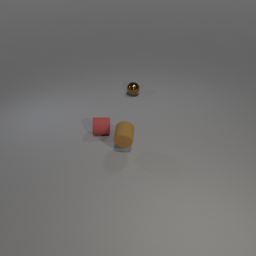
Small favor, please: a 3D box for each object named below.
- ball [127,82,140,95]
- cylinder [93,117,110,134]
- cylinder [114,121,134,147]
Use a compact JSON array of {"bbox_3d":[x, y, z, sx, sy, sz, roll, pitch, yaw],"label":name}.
[{"bbox_3d":[0.276,-2.071,14.785,0.700,0.700,0.700,0,31,0],"label":"ball"},{"bbox_3d":[-1.099,-0.084,11.489,0.700,0.700,0.700,0,31,-7],"label":"cylinder"},{"bbox_3d":[-0.137,0.231,10.220,0.700,0.700,0.700,3,47,5],"label":"cylinder"}]
